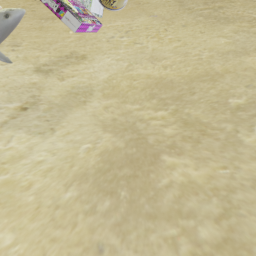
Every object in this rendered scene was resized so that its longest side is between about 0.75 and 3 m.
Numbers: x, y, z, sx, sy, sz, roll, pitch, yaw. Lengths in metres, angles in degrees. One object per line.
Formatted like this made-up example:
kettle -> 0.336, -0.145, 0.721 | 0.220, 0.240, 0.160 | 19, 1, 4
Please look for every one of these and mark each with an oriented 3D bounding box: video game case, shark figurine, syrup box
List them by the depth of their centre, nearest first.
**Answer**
shark figurine -> -2.843, -1.449, 5.480 | 1.602, 1.119, 2.682 | -31, 19, -23
video game case -> -1.457, -2.867, 6.473 | 1.613, 0.319, 1.780 | 42, 20, -6
syrup box -> -1.735, -4.475, 9.647 | 0.884, 0.854, 2.170 | 21, 19, 25

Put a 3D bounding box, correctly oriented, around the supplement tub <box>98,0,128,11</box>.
supplement tub -> -0.309, -3.691, 7.206 | 0.886, 0.886, 1.227 | -12, -3, -14
